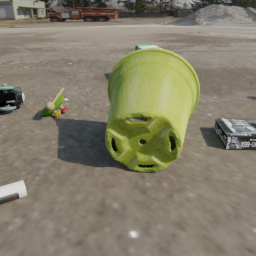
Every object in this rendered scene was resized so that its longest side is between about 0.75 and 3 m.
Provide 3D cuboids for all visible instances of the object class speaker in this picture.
[{"bbox_3d":[-2.477,1.321,5.586,0.852,0.346,0.346,-13,28,-28],"label":"speaker"}]

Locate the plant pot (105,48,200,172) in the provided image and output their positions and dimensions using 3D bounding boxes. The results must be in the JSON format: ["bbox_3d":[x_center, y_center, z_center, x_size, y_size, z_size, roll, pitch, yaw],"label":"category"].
[{"bbox_3d":[0.519,-0.313,7.027,2.626,2.626,2.414,4,36,8],"label":"plant pot"}]

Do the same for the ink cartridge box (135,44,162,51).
[{"bbox_3d":[1.097,-3.014,13.501,0.974,1.719,2.345,-7,25,-13],"label":"ink cartridge box"}]

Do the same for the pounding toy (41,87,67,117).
[{"bbox_3d":[-2.441,-0.719,9.707,0.996,0.599,1.290,-52,10,-24],"label":"pounding toy"}]

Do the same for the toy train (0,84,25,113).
[{"bbox_3d":[-4.985,-1.038,10.137,2.461,1.049,1.403,-7,13,-11],"label":"toy train"}]

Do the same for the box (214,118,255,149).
[{"bbox_3d":[3.503,0.146,8.070,1.691,0.421,1.333,1,24,2],"label":"box"}]
